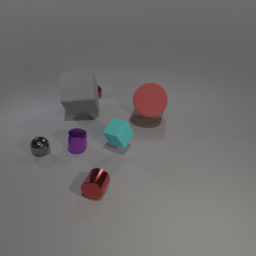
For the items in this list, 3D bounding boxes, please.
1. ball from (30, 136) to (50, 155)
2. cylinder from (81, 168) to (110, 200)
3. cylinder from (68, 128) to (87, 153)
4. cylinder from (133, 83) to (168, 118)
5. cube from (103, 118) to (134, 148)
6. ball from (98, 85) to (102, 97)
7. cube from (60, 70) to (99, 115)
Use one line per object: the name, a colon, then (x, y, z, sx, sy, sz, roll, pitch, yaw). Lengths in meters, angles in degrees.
ball: (-3.220, 0.652, 10.237, 0.700, 0.700, 0.700, 0, 31, 0)
cylinder: (-0.977, 1.695, 8.492, 0.700, 0.700, 0.700, 8, 32, 14)
cylinder: (-1.891, 0.473, 10.448, 0.700, 0.700, 0.700, 6, 31, -4)
cylinder: (0.964, -1.171, 11.896, 1.400, 1.400, 1.400, 4, 5, 6)
cube: (-0.331, 0.180, 9.955, 0.700, 0.700, 0.700, 13, 58, 37)
ball: (-1.689, -1.886, 14.441, 0.700, 0.700, 0.700, 0, 31, 0)
cube: (-2.071, -1.506, 12.191, 1.400, 1.400, 1.400, -5, 70, 1)
